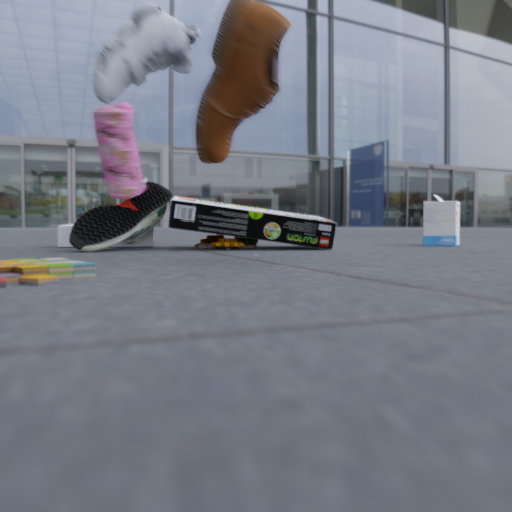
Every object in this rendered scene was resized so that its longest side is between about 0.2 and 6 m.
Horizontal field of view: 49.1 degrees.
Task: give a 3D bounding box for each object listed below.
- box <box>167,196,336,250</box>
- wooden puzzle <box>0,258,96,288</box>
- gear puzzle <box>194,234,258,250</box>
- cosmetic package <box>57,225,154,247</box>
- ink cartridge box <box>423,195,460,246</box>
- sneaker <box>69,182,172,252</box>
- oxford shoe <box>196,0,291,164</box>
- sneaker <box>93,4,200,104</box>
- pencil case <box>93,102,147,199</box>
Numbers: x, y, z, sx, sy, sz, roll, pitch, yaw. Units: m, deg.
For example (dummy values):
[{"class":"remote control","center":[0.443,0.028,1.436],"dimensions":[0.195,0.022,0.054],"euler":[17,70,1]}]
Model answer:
[{"class":"box","center":[-0.177,-0.888,14.426],"dimensions":[4.044,0.702,2.226],"euler":[7,7,-7]},{"class":"wooden puzzle","center":[-3.219,0.181,7.517],"dimensions":[1.603,0.190,2.704],"euler":[-3,5,-40]},{"class":"gear puzzle","center":[-0.787,-0.430,14.920],"dimensions":[1.668,0.422,3.220],"euler":[0,4,1]},{"class":"cosmetic package","center":[-4.082,-0.561,15.397],"dimensions":[2.496,0.632,1.030],"euler":[-1,5,-11]},{"class":"ink cartridge box","center":[5.324,-1.018,16.070],"dimensions":[0.904,1.444,0.928],"euler":[2,4,26]},{"class":"sneaker","center":[-3.340,-0.651,14.005],"dimensions":[1.089,1.446,3.094],"euler":[35,44,13]},{"class":"oxford shoe","center":[-0.274,-2.676,9.485],"dimensions":[1.139,3.196,1.140],"euler":[24,49,0]},{"class":"sneaker","center":[-1.852,-3.379,9.608],"dimensions":[1.190,2.070,0.778],"euler":[23,-19,15]},{"class":"pencil case","center":[-3.225,-2.478,13.289],"dimensions":[0.950,2.196,0.909],"euler":[-14,21,-16]}]
